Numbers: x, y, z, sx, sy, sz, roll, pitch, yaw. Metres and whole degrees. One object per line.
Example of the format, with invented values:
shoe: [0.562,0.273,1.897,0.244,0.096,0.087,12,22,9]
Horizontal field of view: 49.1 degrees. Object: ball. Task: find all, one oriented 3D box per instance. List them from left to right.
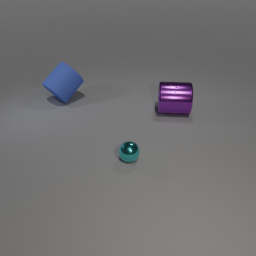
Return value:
ball: [0.043,0.784,9.282,0.700,0.700,0.700,0,30,0]

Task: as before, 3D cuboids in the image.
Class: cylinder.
cylinder: [-3.056,-2.142,13.225,1.400,1.400,1.400,31,80,42]
cylinder: [2.035,-1.307,12.244,1.400,1.400,1.400,2,30,4]
